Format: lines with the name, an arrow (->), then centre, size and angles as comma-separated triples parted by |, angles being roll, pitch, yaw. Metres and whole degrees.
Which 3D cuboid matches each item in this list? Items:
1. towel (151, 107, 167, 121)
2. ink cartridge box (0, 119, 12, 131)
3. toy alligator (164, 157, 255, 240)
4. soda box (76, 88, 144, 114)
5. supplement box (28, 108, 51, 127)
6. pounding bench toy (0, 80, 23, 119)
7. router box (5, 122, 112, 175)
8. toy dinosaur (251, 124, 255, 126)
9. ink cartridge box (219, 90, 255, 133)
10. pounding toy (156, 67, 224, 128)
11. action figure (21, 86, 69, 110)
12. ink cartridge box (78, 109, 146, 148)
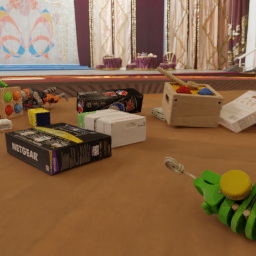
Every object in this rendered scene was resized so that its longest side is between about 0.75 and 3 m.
towel -> 2.031, -0.643, 12.626 | 1.619, 0.390, 1.386 | -5, 17, -21
ink cartridge box -> -5.277, -0.146, 10.570 | 1.233, 0.384, 1.532 | -12, 19, -42
toy alligator -> 1.567, 1.157, 4.342 | 2.869, 0.851, 0.778 | 13, 59, 43
soda box -> -0.770, -1.107, 12.398 | 2.876, 0.911, 1.018 | -10, 33, -30
supplement box -> -3.568, -0.423, 11.224 | 0.575, 0.572, 1.051 | -9, 16, -34
pounding bench toy -> -5.777, -1.554, 12.603 | 1.668, 2.139, 1.329 | 3, 14, 16
router box -> -1.886, 0.435, 7.515 | 2.351, 0.614, 1.848 | 13, 19, 43
toy dinosaur -> 5.383, -0.873, 10.819 | 1.041, 1.644, 2.425 | -5, 14, -21
ink cartridge box -> 4.472, -0.685, 10.815 | 1.880, 0.477, 2.134 | -29, 14, 3
pounding toy -> 2.317, -1.314, 11.346 | 2.239, 1.729, 2.432 | 3, 24, -4
action figure -> -4.878, -1.613, 14.711 | 2.658, 1.390, 2.571 | 8, 7, 32
ink cartridge box -> -0.540, -0.041, 9.095 | 1.405, 0.809, 1.925 | -11, 17, -38
